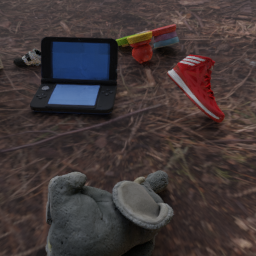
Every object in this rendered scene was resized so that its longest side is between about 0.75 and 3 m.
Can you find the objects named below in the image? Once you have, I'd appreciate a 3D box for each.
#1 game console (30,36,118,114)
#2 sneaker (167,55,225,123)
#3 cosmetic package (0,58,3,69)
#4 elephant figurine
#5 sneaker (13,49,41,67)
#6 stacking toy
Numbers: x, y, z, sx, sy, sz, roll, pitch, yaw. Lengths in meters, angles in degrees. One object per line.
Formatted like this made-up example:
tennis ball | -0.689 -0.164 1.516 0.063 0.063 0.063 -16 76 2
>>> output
game console | -1.603 -1.628 8.469 2.491 1.474 2.126 2 41 3
sneaker | 2.175 -1.223 7.784 2.089 1.207 0.818 48 15 11
cosmetic package | -5.751 -2.374 9.683 2.270 0.963 1.221 -27 49 -26
elephant figurine | -0.038 1.560 4.852 2.602 1.841 2.019 4 68 -19
sneaker | -3.519 -2.614 10.243 1.394 0.617 0.516 -5 43 -3
stacking toy | 0.721 -3.286 11.140 2.371 1.002 2.146 -27 22 -31
